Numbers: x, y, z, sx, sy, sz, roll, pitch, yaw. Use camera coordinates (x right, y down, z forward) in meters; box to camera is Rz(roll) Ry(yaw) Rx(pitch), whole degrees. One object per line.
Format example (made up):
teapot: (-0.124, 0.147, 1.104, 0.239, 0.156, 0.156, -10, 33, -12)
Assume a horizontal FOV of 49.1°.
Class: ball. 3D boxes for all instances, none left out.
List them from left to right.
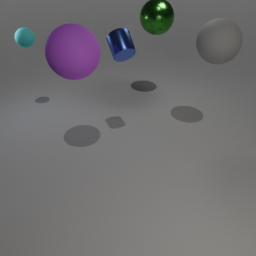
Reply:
ball: (-3.789, -3.322, 10.301, 0.700, 0.700, 0.700, 0, 31, 0)
ball: (-1.409, -1.944, 7.194, 1.400, 1.400, 1.400, 0, 31, 0)
ball: (1.176, -4.504, 11.363, 1.400, 1.400, 1.400, 0, 31, 0)
ball: (2.877, -2.732, 8.865, 1.400, 1.400, 1.400, 0, 31, 0)

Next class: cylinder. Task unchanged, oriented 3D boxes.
cylinder: (-0.197, -2.409, 8.148, 0.700, 0.700, 0.700, -14, 77, -22)
